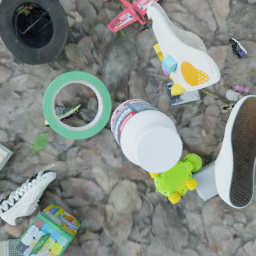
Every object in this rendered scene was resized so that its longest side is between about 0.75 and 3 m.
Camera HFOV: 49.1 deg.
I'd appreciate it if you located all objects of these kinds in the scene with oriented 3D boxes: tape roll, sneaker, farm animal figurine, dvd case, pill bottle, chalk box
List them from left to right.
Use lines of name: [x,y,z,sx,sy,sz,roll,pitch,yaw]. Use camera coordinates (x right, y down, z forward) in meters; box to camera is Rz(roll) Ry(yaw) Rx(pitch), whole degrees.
sneaker: [-3.786,2.640,10.824,2.746,1.032,1.113,-38,99,3]
chalk box: [-2.813,3.885,9.972,1.480,2.388,1.491,36,88,1]
sneaker: [-2.625,-0.658,11.089,1.634,0.604,0.661,-25,85,-2]
tape roll: [-1.918,-0.858,10.678,2.548,0.612,2.548,-2,97,-16]
pill bottle: [0.491,0.176,8.193,1.631,2.728,1.631,-3,106,-12]
dvd case: [2.213,-1.456,11.325,1.235,0.153,0.928,-12,87,-1]
sneaker: [2.906,0.569,7.718,1.077,1.253,2.959,12,91,-8]
sneaker: [4.360,-3.213,11.318,0.400,0.346,0.914,-44,88,4]
farm animal figurine: [4.491,-0.764,10.916,1.450,0.903,1.795,-38,88,-1]

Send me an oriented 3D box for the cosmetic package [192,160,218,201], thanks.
cosmetic package: [3.483,1.857,10.850,1.974,0.890,1.054,-26,87,2]

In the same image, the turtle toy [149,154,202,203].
turtle toy: [1.919,1.767,10.691,2.126,1.075,1.549,-38,77,1]

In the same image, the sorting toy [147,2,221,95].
sorting toy: [1.379,-2.615,8.495,1.514,2.833,2.551,-28,112,20]

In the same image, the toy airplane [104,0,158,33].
toy airplane: [-0.033,-4.933,11.299,2.607,0.480,2.607,1,83,-5]

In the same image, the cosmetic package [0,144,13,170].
cosmetic package: [-5.369,1.391,11.001,0.804,0.568,1.553,34,89,1]

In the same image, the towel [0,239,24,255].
towel: [-4.248,5.165,10.958,1.611,0.289,1.673,-4,86,6]

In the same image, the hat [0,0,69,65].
hat: [-3.472,-3.838,10.839,2.974,1.200,2.974,1,97,9]
